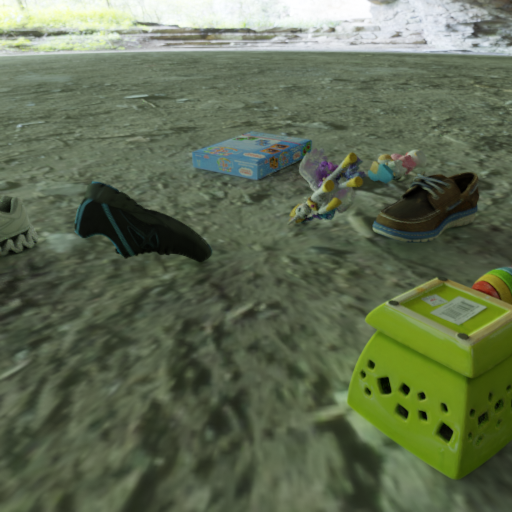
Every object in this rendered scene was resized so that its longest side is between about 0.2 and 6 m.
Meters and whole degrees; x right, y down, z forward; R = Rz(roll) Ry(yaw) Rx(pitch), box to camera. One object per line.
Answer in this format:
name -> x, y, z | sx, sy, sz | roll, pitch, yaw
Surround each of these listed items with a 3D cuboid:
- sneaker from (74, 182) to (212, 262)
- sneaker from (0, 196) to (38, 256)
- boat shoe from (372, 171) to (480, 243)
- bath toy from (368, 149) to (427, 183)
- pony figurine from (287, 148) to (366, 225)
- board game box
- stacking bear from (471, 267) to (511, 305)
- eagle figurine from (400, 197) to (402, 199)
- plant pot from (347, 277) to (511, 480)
sneaker -> -1.703, -0.317, 8.569 | 2.144, 0.878, 0.785 | 26, -2, -22
sneaker -> -4.403, -0.261, 8.653 | 0.848, 0.914, 2.256 | 11, 28, 19
boat shoe -> 2.998, -0.960, 9.782 | 2.705, 0.979, 0.977 | -19, 34, -42
bath toy -> 3.332, -2.125, 13.136 | 1.591, 0.588, 0.692 | -22, 77, -36
pony figurine -> 1.286, -1.232, 10.055 | 1.522, 1.313, 1.577 | -50, 9, -28
board game box -> -0.057, -2.598, 14.193 | 1.946, 0.471, 2.573 | 16, 29, 31
stacking bear -> 3.116, 0.532, 7.282 | 1.211, 0.736, 0.689 | -17, 23, -18
eagle figurine -> 3.125, -1.077, 10.951 | 0.593, 0.450, 0.448 | -14, 60, -43
plant pot -> 1.845, 1.031, 5.428 | 1.376, 1.249, 1.369 | -18, 29, -35
